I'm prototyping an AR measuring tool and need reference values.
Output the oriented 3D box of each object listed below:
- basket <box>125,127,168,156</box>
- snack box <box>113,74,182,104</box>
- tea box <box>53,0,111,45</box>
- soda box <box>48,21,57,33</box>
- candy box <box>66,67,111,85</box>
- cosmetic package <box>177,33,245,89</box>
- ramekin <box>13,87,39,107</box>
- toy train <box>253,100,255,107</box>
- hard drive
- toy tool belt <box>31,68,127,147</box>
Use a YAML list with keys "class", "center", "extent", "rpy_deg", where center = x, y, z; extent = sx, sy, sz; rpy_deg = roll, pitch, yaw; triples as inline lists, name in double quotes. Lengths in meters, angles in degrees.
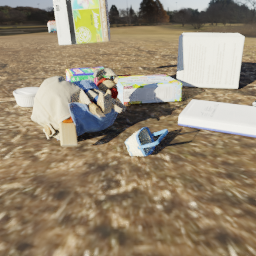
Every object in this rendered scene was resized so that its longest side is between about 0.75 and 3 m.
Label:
- class: "basket"
  center: [0.467, 0.307, 6.786]
  extent: [0.918, 0.639, 0.810]
  rpy_deg: [-23, 8, 35]
- class: "snack box"
  center: [0.727, -1.614, 11.351]
  extent: [2.340, 0.792, 1.974]
  rpy_deg: [-6, 22, -11]
- class: "tea box"
  center: [-1.444, -3.601, 9.052]
  extent: [1.630, 1.657, 1.107]
  rpy_deg: [-5, 19, 2]
- class: "soda box"
  center: [-2.667, -4.169, 11.490]
  extent: [1.161, 0.397, 0.369]
  rpy_deg: [-12, 9, -22]
- class: "candy box"
  center: [-1.913, -2.392, 13.328]
  extent: [1.891, 0.728, 1.599]
  rpy_deg: [-8, 25, -17]
- class: "cosmetic package"
  center: [3.866, -3.311, 13.445]
  extent: [2.796, 2.340, 2.326]
  rpy_deg: [6, 23, 13]
- class: "ramekin"
  center: [-3.734, -1.172, 10.648]
  extent: [1.120, 0.522, 1.120]
  rpy_deg: [1, 22, 0]
- class: "toy train"
  center: [5.001, -0.856, 10.056]
  extent: [1.085, 0.462, 0.618]
  rpy_deg: [-10, 37, -27]
- class: "hard drive"
  center: [3.292, -0.317, 8.750]
  extent: [2.991, 0.379, 1.973]
  rpy_deg: [10, 24, 23]
- class: "toy tool belt"
  center: [-1.029, -0.455, 7.841]
  extent: [2.927, 1.827, 1.799]
  rpy_deg: [-22, 57, -42]
